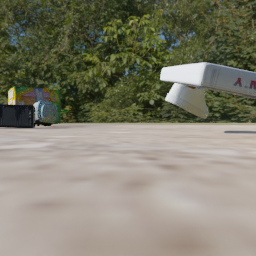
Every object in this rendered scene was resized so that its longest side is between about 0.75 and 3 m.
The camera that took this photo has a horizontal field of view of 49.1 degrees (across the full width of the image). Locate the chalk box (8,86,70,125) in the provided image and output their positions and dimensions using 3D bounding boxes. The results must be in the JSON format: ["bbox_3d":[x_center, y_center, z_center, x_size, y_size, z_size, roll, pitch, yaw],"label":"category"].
[{"bbox_3d":[-3.826,-0.909,12.260,2.458,1.521,1.529,0,-2,-34],"label":"chalk box"}]

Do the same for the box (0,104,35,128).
[{"bbox_3d":[-3.123,-0.314,7.582,1.145,0.613,0.850,0,1,-17],"label":"box"}]

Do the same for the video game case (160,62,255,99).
[{"bbox_3d":[1.138,-0.374,2.670,1.441,0.182,1.582,10,10,-5],"label":"video game case"}]

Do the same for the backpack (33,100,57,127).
[{"bbox_3d":[-2.740,-0.524,9.250,0.619,0.807,0.709,-26,-20,35],"label":"backpack"}]

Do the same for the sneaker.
[{"bbox_3d":[1.151,-0.551,4.753,0.545,0.634,1.497,27,8,25],"label":"sneaker"}]
